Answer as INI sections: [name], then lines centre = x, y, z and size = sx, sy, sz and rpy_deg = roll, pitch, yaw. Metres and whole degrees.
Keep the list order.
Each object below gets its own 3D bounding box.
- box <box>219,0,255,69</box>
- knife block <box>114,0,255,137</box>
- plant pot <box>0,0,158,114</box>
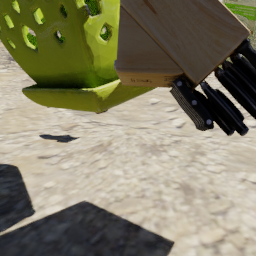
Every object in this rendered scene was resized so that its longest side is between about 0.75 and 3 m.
[box]
centre = 2.437, -1.491, 4.485
size = 1.784, 1.574, 0.862
rpy_deg = 25, 51, 34
[knife block]
centre = 0.853, -1.013, 3.118
size = 1.921, 2.189, 0.700
rpy_deg = 3, -3, 4
[plant pot]
centre = -0.622, -1.766, 5.010
size = 2.724, 2.472, 2.710
rpy_deg = 8, 27, 45
